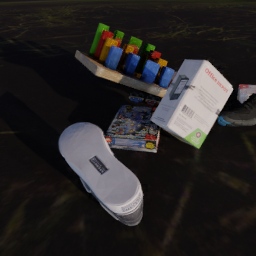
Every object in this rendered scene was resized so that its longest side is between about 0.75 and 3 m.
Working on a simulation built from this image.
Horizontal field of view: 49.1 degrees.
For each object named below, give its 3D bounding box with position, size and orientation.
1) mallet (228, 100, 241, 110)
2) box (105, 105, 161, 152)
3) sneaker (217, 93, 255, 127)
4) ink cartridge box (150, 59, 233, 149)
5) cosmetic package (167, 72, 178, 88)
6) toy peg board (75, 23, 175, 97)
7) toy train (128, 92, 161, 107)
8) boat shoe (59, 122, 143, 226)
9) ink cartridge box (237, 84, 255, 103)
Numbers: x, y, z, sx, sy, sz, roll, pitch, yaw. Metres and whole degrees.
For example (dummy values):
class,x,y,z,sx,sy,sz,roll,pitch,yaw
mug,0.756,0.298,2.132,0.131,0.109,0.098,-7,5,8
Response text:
class,x,y,z,sx,sy,sz,roll,pitch,yaw
mallet,4.078,-0.429,8.427,2.019,0.415,0.665,8,42,5
box,0.243,-0.061,7.760,1.331,0.388,1.944,5,30,9
sneaker,3.441,-0.553,7.824,2.277,0.932,0.833,-9,4,-21
ink cartridge box,1.577,-0.590,6.847,1.280,1.760,0.739,32,-3,-34
cosmetic package,2.324,-1.606,10.151,1.618,0.555,2.146,-9,25,-10
toy peg board,0.076,-2.352,9.478,2.953,1.444,2.940,13,17,-28
toy train,0.687,-0.780,8.197,1.444,0.331,0.246,12,1,-5
boat shoe,-0.553,0.831,5.611,0.960,0.907,2.677,-32,43,-19
ink cartridge box,4.466,-1.008,9.235,1.561,0.527,0.909,7,32,16
